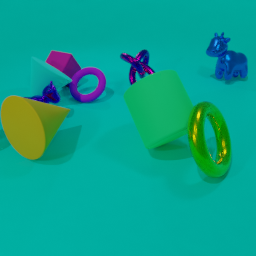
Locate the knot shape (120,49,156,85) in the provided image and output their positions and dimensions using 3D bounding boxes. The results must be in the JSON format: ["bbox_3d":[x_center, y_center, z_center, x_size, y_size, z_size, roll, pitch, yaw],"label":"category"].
[{"bbox_3d":[0.399,-1.790,8.821,0.658,1.333,1.424,-24,-8,36],"label":"knot shape"}]

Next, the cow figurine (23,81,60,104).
[{"bbox_3d":[-2.427,-0.728,7.552,1.159,1.141,0.636,4,23,-17],"label":"cow figurine"}]

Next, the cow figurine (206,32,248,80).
[{"bbox_3d":[3.462,-2.483,9.669,1.618,1.592,0.888,-10,18,-22],"label":"cow figurine"}]

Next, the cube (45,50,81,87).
[{"bbox_3d":[-2.237,-1.988,9.464,0.834,0.834,0.834,15,72,22],"label":"cube"}]

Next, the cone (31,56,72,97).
[{"bbox_3d":[-2.555,-1.192,8.263,1.295,1.300,1.295,32,7,-5],"label":"cone"}]

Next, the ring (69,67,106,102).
[{"bbox_3d":[-1.271,-1.372,8.816,1.227,0.245,1.227,-5,68,14],"label":"ring"}]

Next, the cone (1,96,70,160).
[{"bbox_3d":[-1.891,-0.225,6.609,1.465,1.465,1.471,21,31,28],"label":"cone"}]

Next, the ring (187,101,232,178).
[{"bbox_3d":[1.752,0.231,5.912,0.326,1.630,1.630,-14,21,39],"label":"ring"}]

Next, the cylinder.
[{"bbox_3d":[0.774,-0.402,6.453,1.375,1.375,1.375,-18,78,-25],"label":"cylinder"}]
